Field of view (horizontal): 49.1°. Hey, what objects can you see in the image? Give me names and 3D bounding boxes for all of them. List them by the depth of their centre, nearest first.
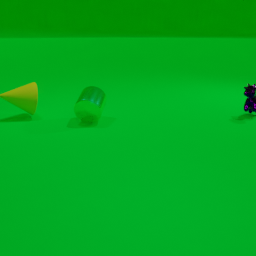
[{"bbox_3d":[-1.152,-0.729,8.655,0.848,0.848,0.848,3,38,8],"label":"cylinder"},{"bbox_3d":[-3.535,-0.971,8.848,1.076,1.072,1.072,2,16,-32],"label":"cone"},{"bbox_3d":[4.086,-0.964,9.197,0.508,0.911,0.926,7,0,40],"label":"cow figurine"}]
